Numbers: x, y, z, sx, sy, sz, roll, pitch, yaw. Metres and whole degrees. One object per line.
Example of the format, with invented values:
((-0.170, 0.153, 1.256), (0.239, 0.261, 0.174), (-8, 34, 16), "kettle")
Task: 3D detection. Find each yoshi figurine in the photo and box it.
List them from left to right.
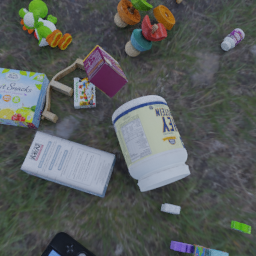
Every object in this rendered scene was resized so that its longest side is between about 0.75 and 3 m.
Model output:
((-3.127, -4.029, 10.536), (2.288, 1.286, 1.281), (40, 60, 15), "yoshi figurine")

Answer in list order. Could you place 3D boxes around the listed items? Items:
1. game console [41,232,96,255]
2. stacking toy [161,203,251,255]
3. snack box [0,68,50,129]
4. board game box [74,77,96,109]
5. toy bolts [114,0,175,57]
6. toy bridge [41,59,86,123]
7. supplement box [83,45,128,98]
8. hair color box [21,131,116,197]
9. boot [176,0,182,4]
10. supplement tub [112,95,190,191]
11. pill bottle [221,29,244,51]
((-1.828, 4.431, 7.322), (2.264, 1.498, 2.574), (33, 73, 11), "game console")
((2.080, 3.582, 8.123), (2.854, 0.671, 2.152), (13, 73, 3), "stacking toy")
((-4.024, -1.061, 9.655), (2.183, 0.739, 1.841), (9, 72, 2), "snack box")
((-1.543, -1.274, 10.001), (0.733, 0.201, 1.161), (-5, 69, 0), "board game box")
((0.596, -3.711, 10.558), (2.169, 1.575, 2.270), (18, 53, -36), "toy bolts")
((-2.379, -1.410, 9.990), (0.871, 0.353, 2.592), (24, 72, 11), "toy bridge")
((-0.700, -1.693, 8.294), (0.730, 0.926, 1.414), (-44, 35, 15), "supplement box")
((-1.820, 1.154, 8.849), (2.616, 0.793, 1.295), (17, 71, 5), "hair color box")
((1.903, -5.684, 11.496), (0.922, 0.453, 1.288), (21, 68, 13), "boot")
((0.699, 0.478, 8.549), (1.818, 1.818, 2.507), (-18, 72, -6), "supplement tub")
((3.944, -3.323, 10.597), (0.866, 0.486, 0.486), (-43, 76, -13), "pill bottle")
